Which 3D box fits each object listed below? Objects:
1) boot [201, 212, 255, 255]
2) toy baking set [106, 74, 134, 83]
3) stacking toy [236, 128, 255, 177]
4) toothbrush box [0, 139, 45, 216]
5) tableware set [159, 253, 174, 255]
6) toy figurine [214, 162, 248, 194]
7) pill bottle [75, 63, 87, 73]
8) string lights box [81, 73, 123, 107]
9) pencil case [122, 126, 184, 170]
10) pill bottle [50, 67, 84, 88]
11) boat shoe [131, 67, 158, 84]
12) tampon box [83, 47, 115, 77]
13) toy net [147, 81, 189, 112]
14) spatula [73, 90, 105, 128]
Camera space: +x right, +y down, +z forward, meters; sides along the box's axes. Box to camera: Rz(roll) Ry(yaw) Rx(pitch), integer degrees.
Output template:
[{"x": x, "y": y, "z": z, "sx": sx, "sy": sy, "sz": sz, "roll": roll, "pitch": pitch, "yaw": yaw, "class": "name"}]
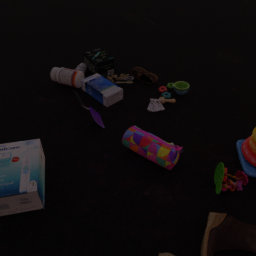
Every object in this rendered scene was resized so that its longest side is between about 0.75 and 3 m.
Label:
[{"x": 2.707, "y": 3.006, "z": 7.392, "sx": 1.366, "sy": 0.594, "sz": 1.642, "roll": 15, "pitch": 40, "yaw": 18, "class": "boot"}, {"x": -0.384, "y": -2.443, "z": 13.684, "sx": 1.178, "sy": 0.179, "sz": 1.535, "roll": -14, "pitch": 31, "yaw": -12, "class": "toy baking set"}, {"x": 4.714, "y": 0.109, "z": 8.876, "sx": 1.642, "sy": 2.992, "sz": 1.736, "roll": 3, "pitch": 41, "yaw": 3, "class": "stacking toy"}, {"x": -3.533, "y": 1.500, "z": 8.846, "sx": 1.640, "sy": 0.955, "sz": 2.240, "roll": -7, "pitch": 40, "yaw": -9, "class": "toothbrush box"}, {"x": 1.403, "y": 3.622, "z": 6.735, "sx": 1.506, "sy": 0.175, "sz": 1.258, "roll": 7, "pitch": 30, "yaw": -6, "class": "tableware set"}, {"x": 3.348, "y": 1.689, "z": 8.950, "sx": 0.950, "sy": 0.775, "sz": 1.033, "roll": 12, "pitch": 64, "yaw": 0, "class": "toy figurine"}, {"x": -2.423, "y": -2.939, "z": 14.278, "sx": 0.469, "sy": 0.469, "sz": 0.827, "roll": 9, "pitch": 42, "yaw": 11, "class": "pill bottle"}, {"x": -1.205, "y": -1.789, "z": 12.890, "sx": 0.979, "sy": 0.562, "sz": 1.906, "roll": -31, "pitch": 50, "yaw": -30, "class": "string lights box"}, {"x": 0.852, "y": 0.635, "z": 9.885, "sx": 2.151, "sy": 0.951, "sz": 0.951, "roll": 23, "pitch": 46, "yaw": 25, "class": "pencil case"}, {"x": -2.916, "y": -2.465, "z": 13.479, "sx": 1.470, "sy": 0.805, "sz": 0.805, "roll": 15, "pitch": 43, "yaw": 16, "class": "pill bottle"}, {"x": 0.729, "y": -2.586, "z": 13.831, "sx": 1.479, "sy": 0.520, "sz": 0.520, "roll": 24, "pitch": 43, "yaw": 25, "class": "boat shoe"}, {"x": -1.486, "y": -3.341, "z": 14.389, "sx": 1.091, "sy": 0.919, "sz": 1.456, "roll": -22, "pitch": 46, "yaw": -23, "class": "tampon box"}, {"x": 1.645, "y": -1.535, "z": 12.678, "sx": 2.433, "sy": 0.470, "sz": 1.276, "roll": -33, "pitch": 51, "yaw": -31, "class": "toy net"}, {"x": -1.766, "y": -0.930, "z": 11.831, "sx": 0.281, "sy": 0.773, "sz": 2.735, "roll": -47, "pitch": 50, "yaw": 2, "class": "spatula"}]
